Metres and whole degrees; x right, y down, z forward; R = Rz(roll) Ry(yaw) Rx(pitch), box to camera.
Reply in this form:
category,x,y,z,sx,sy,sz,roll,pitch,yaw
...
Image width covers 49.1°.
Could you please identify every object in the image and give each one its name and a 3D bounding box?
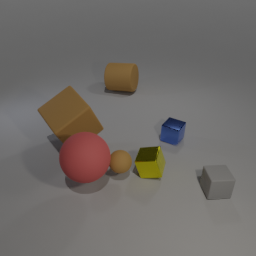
category,x,y,z,sx,sy,sz,roll,pitch,yaw
cube,0.699,1.062,8.687,0.700,0.700,0.700,-6,34,24
ball,-0.232,1.001,8.341,0.700,0.700,0.700,0,30,0
cube,1.685,0.125,10.472,0.700,0.700,0.700,19,37,25
cube,2.561,1.552,8.066,0.700,0.700,0.700,-2,31,-6
cube,-1.948,-0.292,9.645,1.400,1.400,1.400,-39,56,-9
ball,-1.179,0.807,7.716,1.400,1.400,1.400,0,30,0
cylinder,-0.313,-2.595,14.274,1.400,1.400,1.400,6,31,18
